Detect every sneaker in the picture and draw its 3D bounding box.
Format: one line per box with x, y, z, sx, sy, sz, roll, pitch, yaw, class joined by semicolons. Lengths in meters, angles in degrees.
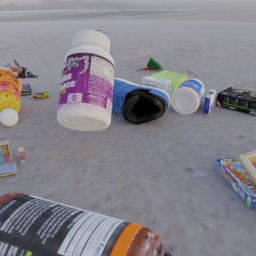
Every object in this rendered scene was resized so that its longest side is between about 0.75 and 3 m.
-0.152;-0.895;8.955;2.921;1.121;1.625;12;19;9;sneaker

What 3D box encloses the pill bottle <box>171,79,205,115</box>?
2.147;-1.179;9.781;0.955;0.955;1.702;10;27;20;pill bottle

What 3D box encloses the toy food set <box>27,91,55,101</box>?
-3.385;-1.267;10.831;0.957;0.192;0.660;12;28;23;toy food set

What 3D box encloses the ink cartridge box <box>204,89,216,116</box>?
2.795;-0.894;9.605;0.227;0.576;1.159;10;26;22;ink cartridge box

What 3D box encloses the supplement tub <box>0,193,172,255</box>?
-0.504;1.695;3.238;2.613;1.397;1.397;10;27;19;supplement tub

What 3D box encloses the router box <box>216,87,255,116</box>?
4.066;-0.973;9.867;1.559;0.484;1.168;21;33;36;router box

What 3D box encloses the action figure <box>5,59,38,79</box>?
-3.328;-1.842;8.984;0.895;0.468;0.866;4;-5;16;action figure

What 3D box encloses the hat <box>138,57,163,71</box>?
1.138;-3.132;14.864;1.110;0.977;0.919;35;19;-20;hat

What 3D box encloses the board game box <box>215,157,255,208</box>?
2.583;1.070;5.856;0.949;0.242;1.402;-5;26;-11;board game box

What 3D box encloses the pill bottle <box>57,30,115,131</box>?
-1.051;-1.239;7.309;1.365;2.431;1.365;2;-18;1;pill bottle

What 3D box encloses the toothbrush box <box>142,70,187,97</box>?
1.495;-1.785;11.346;1.149;0.679;1.578;21;31;36;toothbrush box

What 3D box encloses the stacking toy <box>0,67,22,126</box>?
-3.927;-0.790;8.906;1.566;1.566;2.143;-16;48;-30;stacking toy

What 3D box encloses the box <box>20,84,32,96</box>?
-4.361;-1.540;11.417;0.762;0.192;1.066;-10;26;-19;box

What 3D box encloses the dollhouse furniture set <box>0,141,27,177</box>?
-2.685;0.701;6.306;0.766;0.529;0.811;-10;28;-20;dollhouse furniture set

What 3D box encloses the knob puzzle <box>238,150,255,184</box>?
3.721;1.042;4.861;2.962;0.411;2.962;-5;42;5;knob puzzle
